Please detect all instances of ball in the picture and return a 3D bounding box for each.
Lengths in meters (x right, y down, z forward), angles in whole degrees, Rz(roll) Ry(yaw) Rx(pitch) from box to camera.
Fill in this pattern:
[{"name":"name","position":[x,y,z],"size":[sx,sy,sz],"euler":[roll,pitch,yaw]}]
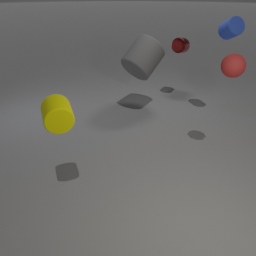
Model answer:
[{"name":"ball","position":[3.075,-1.820,8.178],"size":[0.700,0.700,0.700],"euler":[0,28,0]}]

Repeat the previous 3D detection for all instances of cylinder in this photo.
[{"name":"cylinder","position":[3.890,-3.760,10.556],"size":[0.700,0.700,0.700],"euler":[-8,4,-15]},{"name":"cylinder","position":[-1.660,-0.330,6.585],"size":[0.700,0.700,0.700],"euler":[-9,38,-17]},{"name":"cylinder","position":[2.493,-3.909,13.257],"size":[0.700,0.700,0.700],"euler":[14,21,24]},{"name":"cylinder","position":[0.636,-3.005,12.001],"size":[1.400,1.400,1.400],"euler":[27,78,40]}]
